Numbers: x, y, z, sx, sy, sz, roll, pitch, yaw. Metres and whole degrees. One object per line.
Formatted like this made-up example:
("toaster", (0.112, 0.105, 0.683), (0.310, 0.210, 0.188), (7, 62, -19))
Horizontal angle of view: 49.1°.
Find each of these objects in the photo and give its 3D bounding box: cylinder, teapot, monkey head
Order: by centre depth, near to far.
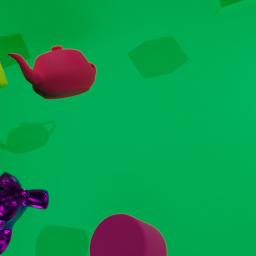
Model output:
("monkey head", (-1.836, 1.240, 4.469), (0.997, 0.835, 1.385), (13, 40, -27))
("cylinder", (0.029, 1.945, 4.473), (0.960, 0.960, 0.960), (-13, 59, 21))
("teapot", (-1.324, -1.095, 5.384), (1.220, 1.962, 0.961), (-13, 90, 40))

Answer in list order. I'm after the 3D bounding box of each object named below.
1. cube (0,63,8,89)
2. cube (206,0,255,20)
("cube", (-3.456, -1.213, 5.474), (1.278, 1.278, 1.278), (-18, 93, 18))
("cube", (2.628, -3.595, 7.011), (1.181, 1.181, 1.181), (-16, 95, 7))
